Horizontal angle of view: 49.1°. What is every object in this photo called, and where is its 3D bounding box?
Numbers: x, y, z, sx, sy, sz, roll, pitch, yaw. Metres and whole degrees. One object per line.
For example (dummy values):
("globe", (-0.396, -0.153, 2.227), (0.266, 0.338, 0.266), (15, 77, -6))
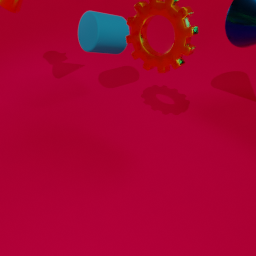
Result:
("cone", (3.374, -2.408, 6.461), (1.560, 1.560, 1.565), (-13, 35, -14))
("gear", (0.705, -2.044, 6.162), (1.625, 1.625, 0.300), (25, 36, 25))
("cylinder", (-0.696, -2.677, 7.956), (1.076, 1.076, 1.076), (-8, 39, -39))
("cone", (-2.744, -3.650, 6.890), (1.106, 1.102, 1.102), (-29, 38, 22))
